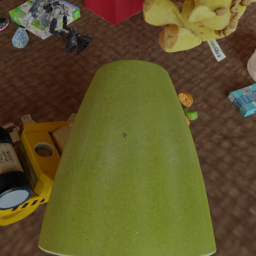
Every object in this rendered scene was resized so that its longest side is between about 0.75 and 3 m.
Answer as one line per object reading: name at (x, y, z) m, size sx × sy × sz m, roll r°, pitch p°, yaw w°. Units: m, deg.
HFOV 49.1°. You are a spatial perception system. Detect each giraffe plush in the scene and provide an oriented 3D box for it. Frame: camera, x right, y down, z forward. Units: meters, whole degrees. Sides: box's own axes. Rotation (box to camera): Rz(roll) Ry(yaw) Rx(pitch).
giraffe plush at (2.054, -3.220, 7.492) m, size 2.997 × 2.430 × 2.586 m, roll 41°, pitch 90°, yaw -4°

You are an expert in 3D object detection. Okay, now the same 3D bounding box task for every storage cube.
storage cube at (-0.538, -6.060, 11.877) m, size 2.388 × 2.146 × 2.041 m, roll 39°, pitch 63°, yaw 24°

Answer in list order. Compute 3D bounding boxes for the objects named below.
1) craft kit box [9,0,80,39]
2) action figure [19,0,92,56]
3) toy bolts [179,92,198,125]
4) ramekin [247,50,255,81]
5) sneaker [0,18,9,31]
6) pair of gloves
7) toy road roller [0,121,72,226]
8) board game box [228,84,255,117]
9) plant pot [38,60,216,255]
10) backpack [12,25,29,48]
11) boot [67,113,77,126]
craft kit box at (-3.568, -4.915, 12.085) m, size 2.156 × 0.523 × 2.129 m, roll 35°, pitch 59°, yaw 22°
action figure at (-2.188, -3.132, 7.528) m, size 2.579 × 1.316 × 1.533 m, roll 55°, pitch 28°, yaw -6°
toy bolts at (1.462, -0.598, 8.719) m, size 0.771 × 1.062 × 1.112 m, roll -38°, pitch 44°, yaw -17°
ramekin at (5.474, -2.393, 9.906) m, size 2.120 × 1.033 × 2.120 m, roll 0°, pitch 54°, yaw 0°
sneaker at (-5.721, -4.380, 11.556) m, size 1.474 × 0.703 × 0.582 m, roll -21°, pitch 55°, yaw -16°
pair of gloves at (-3.329, 0.039, 8.684) m, size 0.961 × 0.169 × 0.817 m, roll -30°, pitch 56°, yaw -22°
toy road roller at (-2.395, 1.176, 6.994) m, size 2.914 × 2.128 × 1.791 m, roll -9°, pitch 51°, yaw -39°
board game box at (4.130, -0.963, 9.327) m, size 1.215 × 0.285 × 0.918 m, roll -19°, pitch 56°, yaw -13°
plant pot at (0.013, 0.445, 4.749) m, size 2.682 × 2.682 × 2.867 m, roll 1°, pitch 76°, yaw 1°
backpack at (-4.215, -3.507, 10.992) m, size 0.601 × 0.638 × 0.782 m, roll 33°, pitch 66°, yaw 6°
boot at (-1.141, 0.350, 8.123) m, size 1.523 × 0.710 × 1.969 m, roll 5°, pitch 49°, yaw 3°
